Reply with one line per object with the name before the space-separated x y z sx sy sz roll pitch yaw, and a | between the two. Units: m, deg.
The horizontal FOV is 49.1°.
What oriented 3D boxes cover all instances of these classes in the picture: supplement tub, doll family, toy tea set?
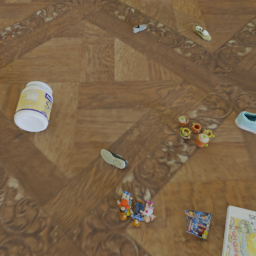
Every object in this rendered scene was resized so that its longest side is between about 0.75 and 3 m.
supplement tub | -3.529 -0.825 10.630 1.202 1.202 1.653 1 56 1
doll family | 0.187 2.615 8.775 1.287 0.580 0.799 22 50 -6
toy tea set | 2.465 0.069 10.305 1.472 0.545 0.875 31 57 10

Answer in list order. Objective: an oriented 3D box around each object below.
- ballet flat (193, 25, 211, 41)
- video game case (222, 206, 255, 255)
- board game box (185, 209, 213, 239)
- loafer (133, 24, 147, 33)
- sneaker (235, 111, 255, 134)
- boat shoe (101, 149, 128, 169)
ballet flat | 3.649 -4.720 13.781 0.398 0.398 1.125 -33 62 -20
video game case | 3.807 3.634 7.825 2.212 0.278 2.431 11 65 14
board game box | 2.099 2.903 8.665 0.821 0.253 0.822 20 58 14
loafer | 0.595 -5.047 14.056 0.795 0.277 0.278 -30 61 -19
sneaker | 4.987 -0.154 10.458 1.773 0.726 0.655 14 58 10
boat shoe | -0.495 1.073 9.909 1.103 0.396 0.373 27 23 25
